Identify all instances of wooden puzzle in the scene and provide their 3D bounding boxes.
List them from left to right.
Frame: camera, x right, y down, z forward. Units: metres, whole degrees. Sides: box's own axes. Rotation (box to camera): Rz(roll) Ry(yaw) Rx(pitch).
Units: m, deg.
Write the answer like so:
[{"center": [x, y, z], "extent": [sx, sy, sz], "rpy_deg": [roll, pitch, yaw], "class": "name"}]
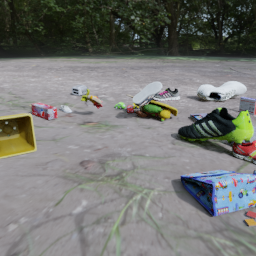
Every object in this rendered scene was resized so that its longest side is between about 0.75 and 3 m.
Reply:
[{"center": [2.954, 1.896, 5.157], "extent": [1.498, 0.105, 0.889], "rpy_deg": [6, 20, 19], "class": "wooden puzzle"}]

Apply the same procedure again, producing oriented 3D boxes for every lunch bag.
[{"center": [1.989, 1.293, 6.358], "extent": [1.134, 0.709, 1.506], "rpy_deg": [-7, 8, -17], "class": "lunch bag"}]

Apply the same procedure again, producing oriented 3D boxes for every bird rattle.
[{"center": [-1.486, -1.172, 12.134], "extent": [1.047, 0.590, 0.853], "rpy_deg": [38, -11, -27], "class": "bird rattle"}]

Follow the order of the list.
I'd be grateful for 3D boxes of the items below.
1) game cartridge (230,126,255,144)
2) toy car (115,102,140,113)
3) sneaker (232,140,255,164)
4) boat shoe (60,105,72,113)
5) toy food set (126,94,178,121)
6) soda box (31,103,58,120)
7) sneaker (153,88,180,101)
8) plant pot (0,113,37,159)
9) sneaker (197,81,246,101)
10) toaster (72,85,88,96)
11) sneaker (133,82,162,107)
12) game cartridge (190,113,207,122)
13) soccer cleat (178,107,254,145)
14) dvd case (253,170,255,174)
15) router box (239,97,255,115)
[{"center": [4.643, 0.548, 8.752], "extent": [1.578, 0.467, 2.434], "rpy_deg": [-19, 26, -35], "class": "game cartridge"}, {"center": [-0.079, -1.077, 13.734], "extent": [1.284, 0.304, 1.364], "rpy_deg": [9, 20, 25], "class": "toy car"}, {"center": [3.693, 0.672, 7.993], "extent": [1.472, 0.625, 0.567], "rpy_deg": [14, 25, 38], "class": "sneaker"}, {"center": [-2.948, -0.917, 13.311], "extent": [0.297, 0.272, 0.827], "rpy_deg": [-15, 24, -38], "class": "boat shoe"}, {"center": [1.033, -0.760, 12.328], "extent": [2.345, 0.766, 1.379], "rpy_deg": [19, 1, 39], "class": "toy food set"}, {"center": [-3.723, -0.750, 12.431], "extent": [1.452, 0.508, 0.460], "rpy_deg": [17, 25, 42], "class": "soda box"}, {"center": [2.102, -1.906, 15.565], "extent": [1.631, 0.713, 0.602], "rpy_deg": [-2, 19, -7], "class": "sneaker"}, {"center": [-3.711, 0.147, 8.826], "extent": [1.216, 1.208, 1.244], "rpy_deg": [-11, 15, -30], "class": "plant pot"}, {"center": [5.261, -1.879, 15.447], "extent": [2.733, 1.018, 1.190], "rpy_deg": [-9, 29, -4], "class": "sneaker"}, {"center": [-2.943, -2.275, 16.906], "extent": [1.000, 0.568, 0.646], "rpy_deg": [17, 27, 32], "class": "toaster"}, {"center": [0.808, -1.362, 11.383], "extent": [1.341, 0.532, 0.526], "rpy_deg": [-32, 64, 1], "class": "sneaker"}, {"center": [3.212, -0.371, 11.788], "extent": [0.836, 0.247, 1.289], "rpy_deg": [1, 18, -11], "class": "game cartridge"}, {"center": [2.714, -0.095, 9.025], "extent": [0.921, 1.105, 2.727], "rpy_deg": [-13, 8, -36], "class": "soccer cleat"}, {"center": [3.845, 1.577, 5.693], "extent": [1.786, 0.220, 2.504], "rpy_deg": [5, 17, 4], "class": "dvd case"}, {"center": [5.550, -1.016, 12.922], "extent": [0.193, 0.708, 0.789], "rpy_deg": [-14, 24, -35], "class": "router box"}]
